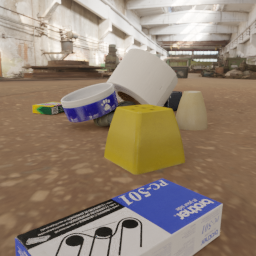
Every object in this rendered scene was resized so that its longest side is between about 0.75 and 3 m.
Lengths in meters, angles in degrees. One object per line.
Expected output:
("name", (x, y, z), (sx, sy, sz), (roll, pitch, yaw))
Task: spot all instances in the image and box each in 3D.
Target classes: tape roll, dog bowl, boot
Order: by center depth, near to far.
("boot", (0.181, -0.377, 10.140), (2.221, 0.886, 2.442), (-28, 20, -36))
("dog bowl", (-1.429, -0.989, 10.541), (2.041, 0.804, 2.041), (-15, 20, 6))
("tape roll", (0.574, -1.850, 11.883), (2.575, 1.768, 2.575), (32, -9, 6))

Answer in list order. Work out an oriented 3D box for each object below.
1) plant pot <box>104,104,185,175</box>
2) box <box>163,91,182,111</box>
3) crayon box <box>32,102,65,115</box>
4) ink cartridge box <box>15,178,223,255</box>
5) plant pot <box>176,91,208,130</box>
("plant pot", (0.388, 0.151, 6.834), (1.498, 1.322, 1.498), (-8, 16, -32))
("box", (1.676, -1.423, 14.509), (1.843, 0.962, 1.364), (11, 17, 40))
("crayon box", (-3.742, -0.989, 13.845), (1.247, 0.421, 1.445), (5, 14, 28))
("ink cartridge box", (0.021, 1.327, 3.442), (2.389, 0.528, 1.123), (-11, 18, -40))
("plant pot", (2.389, -0.699, 10.516), (1.257, 1.342, 1.257), (0, 12, 0))
